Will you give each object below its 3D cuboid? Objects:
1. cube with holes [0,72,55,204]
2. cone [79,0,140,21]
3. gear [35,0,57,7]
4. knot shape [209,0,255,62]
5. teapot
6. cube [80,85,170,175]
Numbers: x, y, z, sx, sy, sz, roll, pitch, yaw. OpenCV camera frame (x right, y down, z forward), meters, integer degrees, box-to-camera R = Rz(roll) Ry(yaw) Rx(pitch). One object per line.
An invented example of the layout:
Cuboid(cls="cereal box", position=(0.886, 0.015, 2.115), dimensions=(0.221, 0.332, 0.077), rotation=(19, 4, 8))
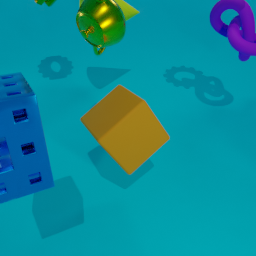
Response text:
Cuboid(cls="cube with holes", position=(-1.334, 0.086, 2.661), dimensions=(0.925, 0.925, 0.925), rotation=(-15, 28, -22))
Cuboid(cls="cone", position=(-0.371, -3.436, 8.279), dimensions=(1.659, 1.652, 1.652), rotation=(-11, 40, -27))
Cuboid(cls="gear", position=(-2.701, -4.237, 7.681), dimensions=(0.346, 1.872, 1.872), rotation=(-34, 31, 27))
Cuboid(cls="knot shape", position=(3.033, -2.699, 7.634), dimensions=(1.879, 0.928, 2.008), rotation=(45, 22, -11))
Cuboid(cls="teapot", position=(-0.588, -2.072, 5.472), dimensions=(1.046, 1.682, 0.823), rotation=(36, 66, 18))
Cuboid(cls="cube", position=(-0.074, 0.010, 5.631), dimensions=(1.114, 1.114, 1.114), rotation=(-42, 35, -4))
